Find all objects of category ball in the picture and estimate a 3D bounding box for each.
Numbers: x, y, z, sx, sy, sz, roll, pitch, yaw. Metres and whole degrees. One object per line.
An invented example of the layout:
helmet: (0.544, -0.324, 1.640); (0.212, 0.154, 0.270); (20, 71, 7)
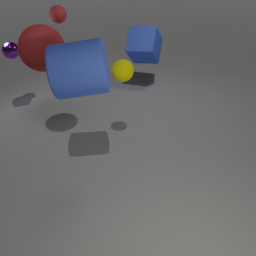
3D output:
ball: (-2.834, -4.600, 11.329); (0.700, 0.700, 0.700); (0, 32, 0)
ball: (-2.617, -2.420, 8.520); (1.400, 1.400, 1.400); (0, 32, 0)
ball: (-4.877, -3.232, 11.661); (0.700, 0.700, 0.700); (0, 32, 0)
ball: (-0.167, -1.831, 8.944); (0.700, 0.700, 0.700); (0, 32, 0)

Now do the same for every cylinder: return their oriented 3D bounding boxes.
cylinder: (-1.251, -1.523, 7.276); (1.400, 1.400, 1.400); (-8, 32, 1)

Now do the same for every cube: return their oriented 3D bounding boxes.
cube: (0.828, -4.178, 14.136); (1.400, 1.400, 1.400); (7, -9, 20)
